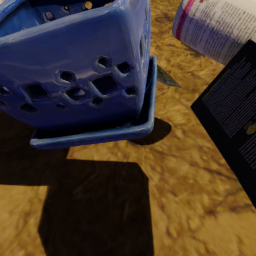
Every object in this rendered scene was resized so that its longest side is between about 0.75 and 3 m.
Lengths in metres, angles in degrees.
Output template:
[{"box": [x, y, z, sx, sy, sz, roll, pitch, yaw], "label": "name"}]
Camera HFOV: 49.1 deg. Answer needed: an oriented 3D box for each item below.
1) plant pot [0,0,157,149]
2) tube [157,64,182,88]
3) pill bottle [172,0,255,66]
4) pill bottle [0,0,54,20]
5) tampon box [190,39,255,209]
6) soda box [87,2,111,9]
[{"box": [-0.848, -1.282, 5.405, 2.887, 2.596, 2.887, -9, 41, 16], "label": "plant pot"}, {"box": [0.771, -1.585, 7.814, 0.495, 0.443, 1.705, -32, 53, -13], "label": "tube"}, {"box": [2.417, -2.086, 6.182, 2.595, 1.471, 1.471, 35, 54, 15], "label": "pill bottle"}, {"box": [-2.928, -3.067, 7.269, 2.158, 1.207, 1.207, -29, 51, -10], "label": "pill bottle"}, {"box": [2.265, 0.102, 3.968, 1.699, 1.431, 2.267, 25, 28, -26], "label": "tampon box"}, {"box": [-0.357, -3.469, 6.992, 0.512, 1.511, 0.484, 45, 28, 6], "label": "soda box"}]
